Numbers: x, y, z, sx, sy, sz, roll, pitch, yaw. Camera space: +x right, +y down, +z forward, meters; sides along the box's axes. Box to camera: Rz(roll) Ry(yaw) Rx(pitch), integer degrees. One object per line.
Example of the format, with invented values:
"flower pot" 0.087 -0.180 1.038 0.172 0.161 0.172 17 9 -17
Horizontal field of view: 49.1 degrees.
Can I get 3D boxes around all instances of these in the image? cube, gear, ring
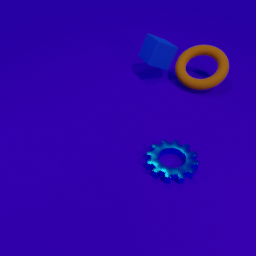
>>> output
"cube" 0.957 -2.452 9.061 0.801 0.801 0.801 8 29 -33
"gear" 1.017 0.754 6.493 1.196 0.221 1.196 0 41 0
"ring" 2.331 -1.941 8.889 1.656 0.331 1.656 -6 64 12
